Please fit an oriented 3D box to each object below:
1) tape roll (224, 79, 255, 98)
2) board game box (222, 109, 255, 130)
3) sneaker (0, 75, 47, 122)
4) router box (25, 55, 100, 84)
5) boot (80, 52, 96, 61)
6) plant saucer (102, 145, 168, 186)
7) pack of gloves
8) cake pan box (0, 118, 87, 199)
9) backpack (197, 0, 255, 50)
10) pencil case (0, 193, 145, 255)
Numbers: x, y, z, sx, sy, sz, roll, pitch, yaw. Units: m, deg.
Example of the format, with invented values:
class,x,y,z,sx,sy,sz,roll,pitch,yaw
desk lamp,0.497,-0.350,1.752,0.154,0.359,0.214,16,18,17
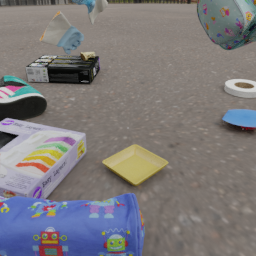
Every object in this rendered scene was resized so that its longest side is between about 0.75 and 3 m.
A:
class,x,y,z,sx,sy,sz,roll,pitch,yaw
tape roll,4.671,-1.613,11.310,1.489,0.272,1.489,0,28,0
board game box,3.677,-0.201,8.793,1.248,0.308,1.580,11,25,27
sneaker,-4.297,-0.982,9.199,2.811,1.175,1.697,-9,34,-31
router box,-2.870,-2.738,12.842,2.854,0.729,2.128,3,29,6
boot,-1.784,-3.288,12.789,0.645,0.302,0.830,-9,28,-20
plant saucer,0.174,0.927,6.763,1.167,0.283,1.168,-25,37,-38
pack of gloves,-1.160,-2.724,7.268,0.447,1.901,2.263,36,9,2
cake pan box,-2.713,0.723,6.726,2.694,0.705,2.481,11,29,19
backpack,1.455,-1.594,3.751,0.875,1.003,1.141,-28,-8,-4
pencil case,-1.126,1.651,4.653,2.787,1.087,1.210,-1,10,-1
